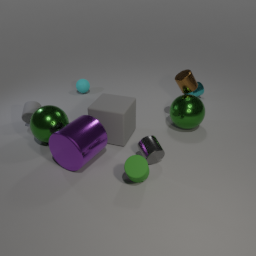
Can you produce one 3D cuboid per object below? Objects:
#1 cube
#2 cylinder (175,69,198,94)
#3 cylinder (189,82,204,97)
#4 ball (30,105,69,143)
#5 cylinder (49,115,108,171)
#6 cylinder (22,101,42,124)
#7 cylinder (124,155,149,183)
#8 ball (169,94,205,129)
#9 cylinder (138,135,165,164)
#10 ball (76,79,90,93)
[{"bbox_3d":[-0.562,-0.345,10.611,1.400,1.400,1.400,10,32,17],"label":"cube"},{"bbox_3d":[2.299,-1.820,11.028,0.700,0.700,0.700,-27,30,17],"label":"cylinder"},{"bbox_3d":[3.217,-1.829,13.641,0.700,0.700,0.700,-23,37,-21],"label":"cylinder"},{"bbox_3d":[-2.877,-0.141,10.305,1.400,1.400,1.400,0,31,0],"label":"ball"},{"bbox_3d":[-1.624,0.468,9.254,1.400,1.400,1.400,17,35,26],"label":"cylinder"},{"bbox_3d":[-3.895,-0.627,11.357,0.700,0.700,0.700,-2,50,-4],"label":"cylinder"},{"bbox_3d":[0.276,1.233,8.422,0.700,0.700,0.700,-3,68,7],"label":"cylinder"},{"bbox_3d":[2.351,-0.644,11.133,1.400,1.400,1.400,0,31,0],"label":"ball"},{"bbox_3d":[0.766,0.721,9.325,0.700,0.700,0.700,-12,50,-20],"label":"cylinder"},{"bbox_3d":[-2.287,-2.139,14.201,0.700,0.700,0.700,0,31,0],"label":"ball"}]
